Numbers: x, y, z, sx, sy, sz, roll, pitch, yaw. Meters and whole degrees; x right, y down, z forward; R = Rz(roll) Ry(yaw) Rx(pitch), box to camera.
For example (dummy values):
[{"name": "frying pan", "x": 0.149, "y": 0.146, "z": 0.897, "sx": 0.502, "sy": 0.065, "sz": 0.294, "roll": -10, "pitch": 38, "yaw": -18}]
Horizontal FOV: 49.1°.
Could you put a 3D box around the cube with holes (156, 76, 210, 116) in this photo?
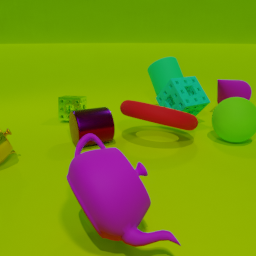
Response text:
[{"name": "cube with holes", "x": 1.721, "y": -0.889, "z": 8.905, "sx": 1.024, "sy": 1.024, "sz": 1.024, "roll": -11, "pitch": 66, "yaw": -31}]

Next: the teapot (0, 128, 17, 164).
[{"name": "teapot", "x": -2.838, "y": 0.298, "z": 5.995, "sx": 0.752, "sy": 1.535, "sz": 0.955, "roll": -36, "pitch": 63, "yaw": -21}]

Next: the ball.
[{"name": "ball", "x": 2.796, "y": -0.213, "z": 7.305, "sx": 1.178, "sy": 1.178, "sz": 1.178, "roll": 0, "pitch": 19, "yaw": 0}]

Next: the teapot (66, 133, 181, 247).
[{"name": "teapot", "x": -0.146, "y": 0.842, "z": 3.716, "sx": 0.980, "sy": 1.244, "sz": 2.001, "roll": -31, "pitch": 61, "yaw": -13}]

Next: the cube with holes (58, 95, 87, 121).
[{"name": "cube with holes", "x": -1.805, "y": -0.661, "z": 9.195, "sx": 0.734, "sy": 0.734, "sz": 0.734, "roll": 3, "pitch": 12, "yaw": 6}]

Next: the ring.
[{"name": "ring", "x": 0.798, "y": -0.334, "z": 7.327, "sx": 2.065, "sy": 0.413, "sz": 2.065, "roll": 13, "pitch": 3, "yaw": -1}]

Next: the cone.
[{"name": "cone", "x": 3.400, "y": -1.378, "z": 9.703, "sx": 1.269, "sy": 1.264, "sz": 1.264, "roll": 28, "pitch": -3, "yaw": -40}]

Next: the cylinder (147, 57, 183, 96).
[{"name": "cylinder", "x": 1.350, "y": -1.730, "z": 9.727, "sx": 1.084, "sy": 1.084, "sz": 1.084, "roll": -18, "pitch": -12, "yaw": -4}]

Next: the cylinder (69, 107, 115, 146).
[{"name": "cylinder", "x": -0.937, "y": -0.033, "z": 7.174, "sx": 0.933, "sy": 0.933, "sz": 0.933, "roll": -9, "pitch": 21, "yaw": -25}]
